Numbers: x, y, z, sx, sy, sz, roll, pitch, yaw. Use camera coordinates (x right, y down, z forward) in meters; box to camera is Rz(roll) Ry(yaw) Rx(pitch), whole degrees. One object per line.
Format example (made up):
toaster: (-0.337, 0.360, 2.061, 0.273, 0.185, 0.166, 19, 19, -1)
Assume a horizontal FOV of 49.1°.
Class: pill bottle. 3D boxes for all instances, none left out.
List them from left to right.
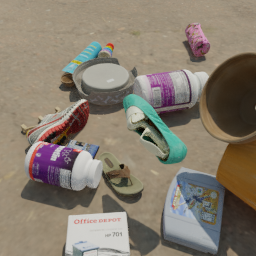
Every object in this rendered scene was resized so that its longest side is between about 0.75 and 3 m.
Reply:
pill bottle: (-2.014, 1.239, 8.941, 2.259, 1.270, 1.270, 11, 44, 10)
pill bottle: (1.831, -1.521, 11.607, 2.953, 1.658, 1.658, -10, 44, -11)

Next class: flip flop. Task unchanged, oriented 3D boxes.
flip flop: (-0.309, 1.429, 9.228, 0.854, 0.606, 2.106, -25, 49, -24)

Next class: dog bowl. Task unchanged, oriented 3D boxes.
dog bowl: (-1.015, -2.158, 12.865, 2.952, 0.866, 2.952, 0, 44, 0)

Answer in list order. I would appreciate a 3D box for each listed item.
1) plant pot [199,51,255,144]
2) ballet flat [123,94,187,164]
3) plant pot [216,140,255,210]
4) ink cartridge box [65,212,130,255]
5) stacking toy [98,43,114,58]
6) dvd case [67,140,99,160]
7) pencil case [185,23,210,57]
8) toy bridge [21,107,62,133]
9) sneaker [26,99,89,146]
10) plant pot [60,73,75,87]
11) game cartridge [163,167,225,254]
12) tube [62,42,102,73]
plant pot: (3.182, -0.685, 7.472, 1.115, 2.416, 2.416, 16, 34, -33)
ballet flat: (0.498, -0.006, 7.307, 0.856, 0.819, 2.432, -20, 59, -44)
plant pot: (4.017, 1.262, 7.879, 2.510, 2.741, 2.741, 26, 49, 28)
ink cartridge box: (-0.742, 3.321, 6.984, 1.599, 0.938, 2.184, -3, 45, -3)
stacking toy: (-1.105, -4.169, 15.184, 0.717, 0.717, 1.679, 6, 40, 6)
dvd case: (-1.726, 0.857, 10.212, 1.174, 0.103, 0.838, 11, 45, 11)
pencil case: (3.887, -4.988, 15.713, 0.988, 1.032, 2.386, -18, 44, 15)
toy bridge: (-3.412, -0.267, 11.304, 1.789, 0.244, 0.601, -34, 53, -31)
sneaker: (-2.593, -0.276, 10.670, 1.198, 1.135, 2.916, 26, 49, 27)
plant pot: (-2.773, -2.230, 13.296, 0.825, 0.381, 0.825, 0, 42, 0)
game cartridge: (1.969, 2.313, 8.416, 1.672, 0.522, 2.511, 16, 45, 11)
tube: (-2.274, -3.569, 14.616, 1.029, 0.670, 2.658, 17, 50, 17)
